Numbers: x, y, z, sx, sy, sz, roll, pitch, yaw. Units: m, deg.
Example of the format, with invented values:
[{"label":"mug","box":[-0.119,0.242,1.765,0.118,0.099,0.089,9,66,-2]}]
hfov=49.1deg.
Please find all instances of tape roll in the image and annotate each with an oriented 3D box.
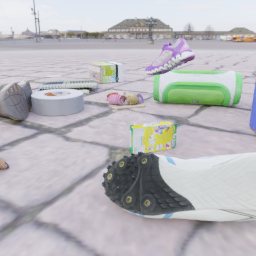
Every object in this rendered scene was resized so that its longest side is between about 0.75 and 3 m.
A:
[{"label":"tape roll","box":[-2.266,-0.861,9.102,1.651,0.545,1.651,1,18,0]}]

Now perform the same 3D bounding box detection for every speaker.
[{"label":"speaker","box":[2.343,-1.406,9.659,2.851,1.261,1.261,4,19,11]}]

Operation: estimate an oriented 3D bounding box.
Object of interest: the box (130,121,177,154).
[{"label":"box","box":[0.545,0.188,5.880,1.021,0.599,0.247,-5,20,-17]}]

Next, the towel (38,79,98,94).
[{"label":"towel","box":[-2.572,-1.829,12.431,2.448,0.423,2.357,-5,16,-8]}]

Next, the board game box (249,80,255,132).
[{"label":"board game box","box":[4.554,-0.859,6.293,2.897,2.310,1.403,1,19,4]}]

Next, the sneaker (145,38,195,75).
[{"label":"sneaker","box":[0.979,-1.761,6.972,1.413,0.625,0.568,-20,-4,43]}]

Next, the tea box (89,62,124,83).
[{"label":"tea box","box":[-1.152,-2.910,14.595,1.378,0.936,1.400,-12,22,-28]}]

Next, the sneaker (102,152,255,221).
[{"label":"sneaker","box":[0.879,0.829,3.837,2.596,0.933,0.941,-3,-28,21]}]

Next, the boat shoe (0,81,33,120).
[{"label":"boat shoe","box":[-3.586,-0.764,8.349,1.069,1.086,2.916,-13,12,-4]}]

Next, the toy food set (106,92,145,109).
[{"label":"toy food set","box":[-0.192,-1.139,10.256,1.347,0.334,2.120,-6,19,-17]}]

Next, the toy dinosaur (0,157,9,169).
[{"label":"toy dinosaur","box":[-3.261,0.481,4.712,2.056,0.882,1.393,-21,34,-35]}]
